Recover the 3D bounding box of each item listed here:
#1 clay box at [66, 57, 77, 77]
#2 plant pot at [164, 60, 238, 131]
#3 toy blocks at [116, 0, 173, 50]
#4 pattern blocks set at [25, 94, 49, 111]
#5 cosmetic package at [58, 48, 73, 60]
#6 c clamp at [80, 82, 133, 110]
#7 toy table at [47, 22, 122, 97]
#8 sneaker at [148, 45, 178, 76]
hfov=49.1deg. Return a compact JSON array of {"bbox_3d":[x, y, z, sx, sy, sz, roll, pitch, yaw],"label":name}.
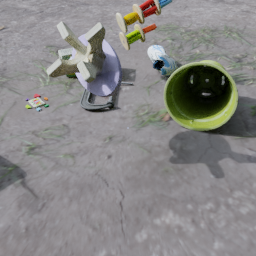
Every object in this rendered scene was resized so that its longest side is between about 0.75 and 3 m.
[{"bbox_3d":[-1.682,-2.933,12.829,2.215,0.527,1.273,-3,38,11],"label":"clay box"},{"bbox_3d":[2.753,-1.457,10.191,2.424,2.424,2.228,14,31,16],"label":"plant pot"},{"bbox_3d":[0.738,-4.370,11.410,2.264,1.887,0.822,-30,68,-7],"label":"toy blocks"},{"bbox_3d":[-3.629,-1.017,11.147,1.068,0.087,0.939,25,46,27],"label":"pattern blocks set"},{"bbox_3d":[-2.693,-3.652,14.005,1.400,0.498,0.736,-15,42,-18],"label":"cosmetic package"},{"bbox_3d":[-0.920,-1.403,11.440,1.949,0.309,2.281,6,40,7],"label":"c clamp"},{"bbox_3d":[-1.092,-1.847,7.448,2.053,1.888,1.203,49,15,23],"label":"toy table"},{"bbox_3d":[1.428,-3.241,13.230,0.902,0.894,2.488,-13,39,-16],"label":"sneaker"}]
